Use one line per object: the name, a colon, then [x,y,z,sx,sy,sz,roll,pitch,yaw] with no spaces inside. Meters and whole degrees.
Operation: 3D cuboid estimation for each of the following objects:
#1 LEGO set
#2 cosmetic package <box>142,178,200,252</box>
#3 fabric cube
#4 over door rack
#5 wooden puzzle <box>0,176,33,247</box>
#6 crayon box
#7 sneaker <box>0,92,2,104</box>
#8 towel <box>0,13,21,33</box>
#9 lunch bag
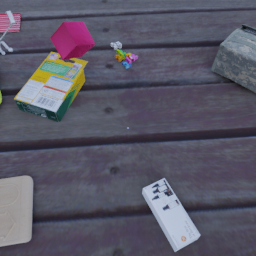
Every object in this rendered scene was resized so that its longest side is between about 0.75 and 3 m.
LEGO set: [-0.058,-2.771,10.700,0.590,0.548,1.438,-24,52,-19]
cosmetic package: [1.082,2.216,7.303,0.708,0.434,1.715,-24,59,-14]
fabric cube: [-1.684,-2.651,8.519,0.829,0.832,0.816,-30,91,-50]
over door rack: [-4.911,-2.892,9.713,1.747,2.365,0.788,-35,95,-35]
wooden puzzle: [-3.492,2.228,7.322,1.936,0.448,1.793,-5,56,-9]
crayon box: [-2.539,-1.481,9.725,1.541,0.632,2.451,17,58,11]
sneaker: [-5.048,-1.811,9.629,1.008,1.138,2.723,-26,59,-13]
towel: [-5.136,-4.567,12.155,0.909,0.141,1.256,-7,58,-7]
lunch bag: [4.598,-2.675,10.074,2.052,1.471,2.502,34,56,20]
